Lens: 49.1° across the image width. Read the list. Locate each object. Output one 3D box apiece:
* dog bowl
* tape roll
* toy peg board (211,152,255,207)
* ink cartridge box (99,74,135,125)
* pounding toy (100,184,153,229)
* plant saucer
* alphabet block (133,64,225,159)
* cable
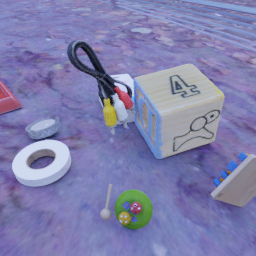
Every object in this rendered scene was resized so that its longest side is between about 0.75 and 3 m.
[{"bbox_3d":[-2.406,-0.002,8.025,0.982,0.288,0.982,-12,24,6],"label":"dog bowl"},{"bbox_3d":[-2.091,0.823,6.840,1.391,0.254,1.391,-4,37,3],"label":"tape roll"},{"bbox_3d":[2.223,0.939,5.592,1.099,1.103,0.540,23,24,-35],"label":"toy peg board"},{"bbox_3d":[-0.253,-1.011,9.335,1.245,0.717,2.150,-9,35,-13],"label":"ink cartridge box"},{"bbox_3d":[-0.041,1.542,5.279,0.983,0.759,0.456,14,0,13],"label":"pounding toy"},{"bbox_3d":[-5.067,-0.994,9.528,2.200,0.405,2.205,-24,43,-29],"label":"plant saucer"},{"bbox_3d":[1.228,-0.461,7.373,1.716,1.676,1.685,-16,46,-13],"label":"alphabet block"},{"bbox_3d":[-0.442,-1.071,6.669,0.635,2.521,1.225,23,59,39],"label":"cable"}]
